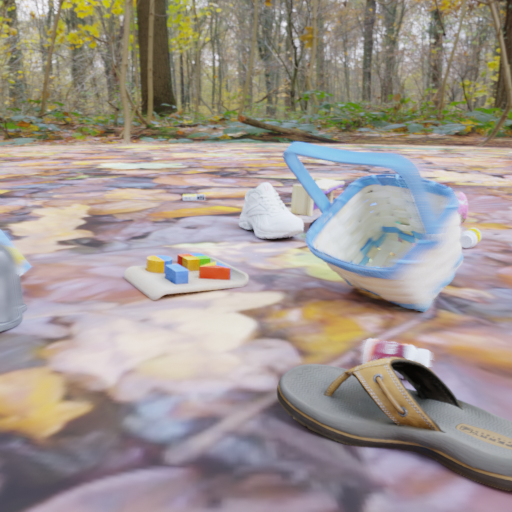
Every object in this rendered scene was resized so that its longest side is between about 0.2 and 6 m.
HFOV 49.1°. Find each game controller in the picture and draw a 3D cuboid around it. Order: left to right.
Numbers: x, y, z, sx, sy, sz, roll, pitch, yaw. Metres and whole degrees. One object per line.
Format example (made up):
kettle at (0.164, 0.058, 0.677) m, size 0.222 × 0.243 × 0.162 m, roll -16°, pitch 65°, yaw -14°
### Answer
game controller at (2.398, -0.980, 13.381) m, size 2.361 × 0.497 × 1.232 m, roll -32°, pitch 29°, yaw -31°

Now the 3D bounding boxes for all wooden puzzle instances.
wooden puzzle at (-1.257, 0.265, 9.885) m, size 1.764 × 0.408 × 1.634 m, roll -9°, pitch 18°, yaw -30°

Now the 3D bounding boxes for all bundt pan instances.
bundt pan at (-4.839, 0.239, 7.716) m, size 3.179 × 1.193 × 3.179 m, roll 7°, pitch 11°, yaw -1°

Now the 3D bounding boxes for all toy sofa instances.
toy sofa at (1.867, -1.767, 16.755) m, size 1.010 × 0.857 × 2.071 m, roll 12°, pitch 18°, yaw 22°

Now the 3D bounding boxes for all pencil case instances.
pencil case at (4.252, -1.189, 14.441) m, size 2.224 × 0.921 × 0.962 m, roll -2°, pitch 3°, yaw -7°

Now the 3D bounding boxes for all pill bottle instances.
pill bottle at (1.598, 1.188, 6.400) m, size 0.686 × 0.392 × 0.392 m, roll 6°, pitch 16°, yaw 23°
pill bottle at (4.717, -0.381, 12.388) m, size 0.386 × 0.386 × 0.685 m, roll 10°, pitch 18°, yaw 33°

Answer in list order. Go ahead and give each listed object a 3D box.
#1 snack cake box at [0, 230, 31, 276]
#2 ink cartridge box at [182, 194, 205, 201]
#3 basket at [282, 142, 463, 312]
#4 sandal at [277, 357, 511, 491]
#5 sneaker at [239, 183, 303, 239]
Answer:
snack cake box at (-4.729, -0.315, 9.620) m, size 0.549 × 1.634 × 0.940 m, roll -45°, pitch 36°, yaw -24°
ink cartridge box at (-2.113, -1.997, 18.986) m, size 0.746 × 0.177 × 0.755 m, roll -2°, pitch 17°, yaw -7°
basket at (1.753, -0.580, 8.465) m, size 1.883 × 2.707 × 2.387 m, roll -52°, pitch 39°, yaw -11°
sandal at (1.422, 1.352, 5.142) m, size 2.600 × 0.710 × 1.063 m, roll 11°, pitch 18°, yaw 36°
sneaker at (0.280, -1.117, 13.509) m, size 0.966 × 1.232 × 2.480 m, roll -9°, pitch 17°, yaw -29°
